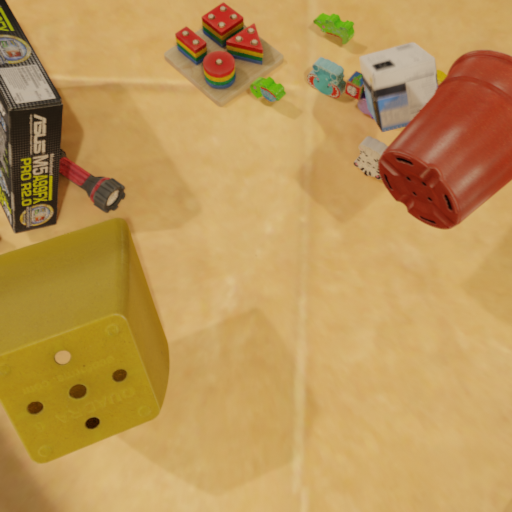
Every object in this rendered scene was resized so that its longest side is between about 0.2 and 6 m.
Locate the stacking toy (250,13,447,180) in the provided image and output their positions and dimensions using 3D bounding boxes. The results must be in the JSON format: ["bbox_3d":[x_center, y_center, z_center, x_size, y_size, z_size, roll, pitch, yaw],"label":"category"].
[{"bbox_3d":[1.932,-3.322,11.300,3.448,0.810,2.600,35,68,17],"label":"stacking toy"}]

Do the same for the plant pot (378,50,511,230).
[{"bbox_3d":[2.511,-1.319,6.911,1.652,1.698,1.698,-42,71,-11],"label":"plant pot"}]

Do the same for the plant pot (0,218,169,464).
[{"bbox_3d":[-2.190,1.091,6.738,2.173,2.174,1.917,-19,26,-13],"label":"plant pot"}]

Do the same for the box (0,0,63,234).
[{"bbox_3d":[-4.469,-2.717,9.701,0.820,2.966,3.702,-19,64,-31],"label":"box"}]

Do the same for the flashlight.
[{"bbox_3d":[-3.316,-1.514,10.419,1.844,0.624,0.627,34,31,10],"label":"flashlight"}]

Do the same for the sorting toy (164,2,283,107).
[{"bbox_3d":[-0.688,-4.341,11.788,1.857,0.646,1.846,-40,71,-17],"label":"sorting toy"}]

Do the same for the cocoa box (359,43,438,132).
[{"bbox_3d":[2.331,-2.783,9.196,0.985,0.969,1.477,-13,28,8],"label":"cocoa box"}]
